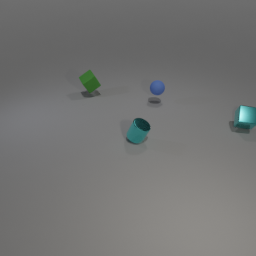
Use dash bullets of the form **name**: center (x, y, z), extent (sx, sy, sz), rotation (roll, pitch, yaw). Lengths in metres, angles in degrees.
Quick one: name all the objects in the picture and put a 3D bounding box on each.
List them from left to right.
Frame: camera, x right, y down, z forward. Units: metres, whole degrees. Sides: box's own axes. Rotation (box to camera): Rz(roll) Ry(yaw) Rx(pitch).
- **cube**: center (-1.881, -2.297, 13.819), extent (0.700, 0.700, 0.700), rotation (-35, 48, 2)
- **cylinder**: center (0.388, 0.102, 10.398), extent (0.700, 0.700, 0.700), rotation (17, 40, -15)
- **ball**: center (1.371, -1.875, 13.080), extent (0.700, 0.700, 0.700), rotation (0, 30, 0)
- **cube**: center (4.627, -0.413, 10.994), extent (0.700, 0.700, 0.700), rotation (10, 75, 7)
